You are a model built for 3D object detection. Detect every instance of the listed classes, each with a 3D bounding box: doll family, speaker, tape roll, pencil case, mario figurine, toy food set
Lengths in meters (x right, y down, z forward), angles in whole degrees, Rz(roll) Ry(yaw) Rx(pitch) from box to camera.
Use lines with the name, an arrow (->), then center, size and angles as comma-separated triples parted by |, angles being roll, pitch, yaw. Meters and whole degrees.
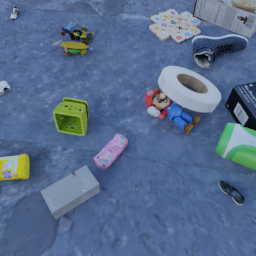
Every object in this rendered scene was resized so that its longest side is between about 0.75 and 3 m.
doll family -> -2.295, -4.210, 12.500 | 1.526, 0.599, 0.882 | 19, 61, 19
speaker -> 4.204, 0.808, 8.487 | 2.811, 1.243, 1.243 | 22, 58, 15
tape roll -> 2.205, -1.425, 10.004 | 2.332, 0.426, 2.332 | 16, 36, -12
pencil case -> -0.544, 0.744, 8.947 | 0.556, 0.556, 1.273 | 32, 60, 21
mario figurine -> 1.473, -0.713, 9.601 | 2.035, 1.079, 1.256 | 35, 19, 15
toy food set -> -2.393, -3.363, 11.987 | 1.443, 0.471, 0.849 | 8, 31, 3

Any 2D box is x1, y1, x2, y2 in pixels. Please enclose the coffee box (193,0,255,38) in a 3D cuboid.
coffee box -> 4.812, -5.629, 13.085 | 2.982, 1.189, 1.706 | 31, 60, 20

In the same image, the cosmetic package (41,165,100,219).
cosmetic package -> -1.646, 1.845, 8.103 | 1.490, 0.672, 0.796 | -30, 62, -22

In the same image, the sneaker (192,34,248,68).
sneaker -> 3.734, -3.099, 11.398 | 2.257, 0.858, 1.631 | 2, 43, 13

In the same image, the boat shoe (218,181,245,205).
boat shoe -> 3.080, 1.869, 8.295 | 0.335, 0.298, 0.897 | -27, 59, -18

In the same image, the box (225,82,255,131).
box -> 4.670, -0.650, 9.628 | 1.819, 1.068, 1.789 | -13, 56, -11

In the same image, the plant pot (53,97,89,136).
plant pot -> -1.853, -0.435, 9.538 | 1.013, 1.018, 0.924 | 9, 48, 7

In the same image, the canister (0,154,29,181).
canister -> -3.614, 1.223, 8.598 | 1.021, 0.442, 0.758 | -6, 72, -2

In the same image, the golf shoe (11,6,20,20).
golf shoe -> -5.523, -5.578, 13.566 | 0.308, 0.374, 0.791 | 5, 56, 2

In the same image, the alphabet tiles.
alphabet tiles -> 2.203, -4.810, 13.139 | 2.303, 0.168, 2.252 | -27, 58, -18

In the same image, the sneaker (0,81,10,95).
sneaker -> -4.949, -1.407, 10.605 | 0.440, 0.377, 1.011 | 40, 64, 19
